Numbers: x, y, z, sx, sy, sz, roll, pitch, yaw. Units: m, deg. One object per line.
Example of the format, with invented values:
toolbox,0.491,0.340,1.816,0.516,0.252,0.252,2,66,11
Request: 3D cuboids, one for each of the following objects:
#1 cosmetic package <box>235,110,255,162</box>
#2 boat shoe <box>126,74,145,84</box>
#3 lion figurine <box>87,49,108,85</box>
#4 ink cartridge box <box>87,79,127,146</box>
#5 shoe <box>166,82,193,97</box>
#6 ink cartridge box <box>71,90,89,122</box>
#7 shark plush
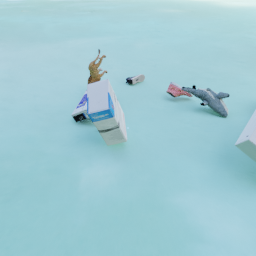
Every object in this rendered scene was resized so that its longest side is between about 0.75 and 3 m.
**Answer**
cosmetic package,3.345,0.047,5.792,1.523,0.522,2.020,41,67,-1
boat shoe,0.268,-1.903,10.802,0.389,0.313,0.838,17,29,37
lion figurine,-1.094,-1.874,9.274,0.497,1.371,0.840,33,65,26
ink cartridge box,-0.488,-0.337,6.735,0.560,1.328,0.969,-14,50,9
shoe,1.728,-1.162,9.372,0.890,0.405,0.318,28,-5,-4
ink cartridge box,-1.089,-0.811,8.471,0.809,0.319,1.628,-19,29,22
shark plush,2.382,-0.906,8.447,1.548,0.703,0.645,32,59,-10
